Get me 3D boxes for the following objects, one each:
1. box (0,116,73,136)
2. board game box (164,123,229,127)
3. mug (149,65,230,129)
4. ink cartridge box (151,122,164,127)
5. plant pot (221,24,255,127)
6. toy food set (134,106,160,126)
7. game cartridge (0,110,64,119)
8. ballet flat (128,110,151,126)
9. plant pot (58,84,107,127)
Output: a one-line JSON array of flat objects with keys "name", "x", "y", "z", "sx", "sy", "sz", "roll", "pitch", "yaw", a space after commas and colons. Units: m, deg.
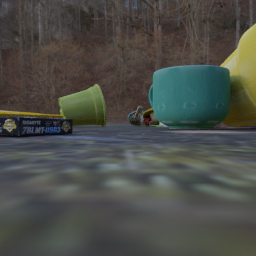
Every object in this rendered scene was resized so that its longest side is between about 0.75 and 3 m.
[{"name": "box", "x": -1.402, "y": -0.027, "z": 3.635, "sx": 0.983, "sy": 0.246, "sz": 0.990, "roll": -1, "pitch": 1, "yaw": 25}, {"name": "board game box", "x": 2.371, "y": -0.191, "z": 9.579, "sx": 1.680, "sy": 0.346, "sz": 1.676, "roll": 1, "pitch": 1, "yaw": 42}, {"name": "mug", "x": 1.579, "y": -0.693, "z": 7.312, "sx": 1.909, "sy": 1.437, "sz": 2.323, "roll": -1, "pitch": 0, "yaw": 0}, {"name": "ink cartridge box", "x": 1.805, "y": -0.370, "z": 11.500, "sx": 1.259, "sy": 0.645, "sz": 1.703, "roll": 0, "pitch": 2, "yaw": -25}, {"name": "plant pot", "x": 3.725, "y": -1.237, "z": 7.694, "sx": 2.896, "sy": 2.896, "sz": 2.724, "roll": 0, "pitch": -15, "yaw": -24}, {"name": "toy food set", "x": 1.399, "y": -0.348, "z": 12.661, "sx": 2.240, "sy": 0.732, "sz": 1.318, "roll": 2, "pitch": -24, "yaw": -16}, {"name": "game cartridge", "x": -2.749, "y": -0.172, "z": 4.835, "sx": 2.462, "sy": 0.399, "sz": 2.170, "roll": 2, "pitch": 2, "yaw": 25}, {"name": "ballet flat", "x": 0.969, "y": -0.442, "z": 14.147, "sx": 0.913, "sy": 0.822, "sz": 2.424, "roll": 15, "pitch": 6, "yaw": 31}, {"name": "plant pot", "x": -1.967, "y": -0.805, "z": 11.739, "sx": 1.690, "sy": 1.839, "sz": 1.839, "roll": -11, "pitch": 4, "yaw": -16}]
